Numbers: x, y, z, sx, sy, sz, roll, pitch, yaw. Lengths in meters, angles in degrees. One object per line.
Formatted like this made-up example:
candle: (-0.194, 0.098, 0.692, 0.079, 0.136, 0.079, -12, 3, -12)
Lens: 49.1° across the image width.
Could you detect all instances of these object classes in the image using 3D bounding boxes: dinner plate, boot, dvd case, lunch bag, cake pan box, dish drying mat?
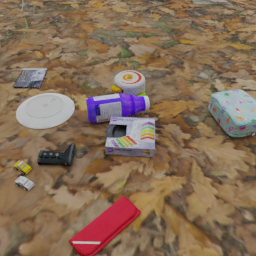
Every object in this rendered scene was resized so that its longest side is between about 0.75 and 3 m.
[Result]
dinner plate: (-3.672, -0.894, 12.441, 2.558, 0.310, 2.558, 1, 41, -1)
boot: (-2.630, 0.941, 10.362, 1.247, 0.409, 1.028, -1, 40, 5)
dvd case: (-4.984, -2.589, 14.393, 1.314, 0.141, 1.767, 0, 42, 0)
lunch bag: (4.643, -0.635, 11.672, 1.895, 0.911, 2.363, -9, 43, -14)
cake pan box: (0.095, 0.305, 10.959, 1.936, 0.506, 1.783, 4, 40, 4)
dish drying mat: (-0.638, 2.904, 8.308, 2.176, 0.198, 0.836, -33, 51, -31)

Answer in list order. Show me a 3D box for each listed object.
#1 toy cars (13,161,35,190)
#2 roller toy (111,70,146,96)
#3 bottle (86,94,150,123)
toy cars: (-3.642, 1.580, 9.686, 0.620, 0.306, 1.383, -15, 45, -15)
roller toy: (0.055, -1.962, 12.989, 1.574, 1.100, 1.436, 3, 42, 3)
bottle: (-0.415, -0.898, 11.820, 2.620, 1.094, 0.855, -9, 42, -8)
